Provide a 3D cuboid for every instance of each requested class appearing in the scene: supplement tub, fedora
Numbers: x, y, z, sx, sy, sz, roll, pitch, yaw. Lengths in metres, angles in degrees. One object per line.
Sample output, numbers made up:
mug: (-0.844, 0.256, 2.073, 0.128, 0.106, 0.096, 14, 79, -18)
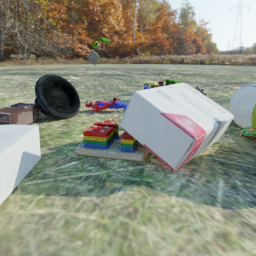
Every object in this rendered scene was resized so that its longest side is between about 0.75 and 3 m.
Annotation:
supplement tub: (5.232, -0.933, 10.646, 2.696, 1.652, 1.652, -13, 21, -40)
fedora: (-3.181, -1.204, 12.049, 1.051, 2.301, 2.301, -27, 0, 33)

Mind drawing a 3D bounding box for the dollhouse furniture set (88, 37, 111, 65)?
dollhouse furniture set: (-1.174, -3.158, 11.505, 0.434, 1.124, 0.562, -7, 46, -50)

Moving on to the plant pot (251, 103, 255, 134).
plant pot: (4.596, 0.028, 7.125, 2.047, 2.047, 2.188, 0, 24, 1)

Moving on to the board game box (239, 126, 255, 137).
board game box: (4.800, 0.028, 8.897, 1.980, 0.288, 1.332, -3, -8, -9)

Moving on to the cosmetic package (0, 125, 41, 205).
cosmetic package: (-3.029, 0.735, 6.073, 1.395, 0.980, 2.750, 1, 16, 2)

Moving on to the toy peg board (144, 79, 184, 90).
toy peg board: (1.930, -2.110, 15.727, 2.207, 1.084, 2.216, -6, 17, -19)

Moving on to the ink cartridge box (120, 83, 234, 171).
ink cartridge box: (1.465, -0.212, 7.862, 2.013, 1.138, 2.748, 40, 33, 24)

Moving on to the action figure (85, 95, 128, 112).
action figure: (-0.665, -1.089, 13.084, 2.727, 0.705, 0.892, -1, 18, 5)

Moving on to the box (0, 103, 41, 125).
box: (-4.257, -0.423, 10.569, 0.999, 0.748, 1.996, 4, 18, 13)

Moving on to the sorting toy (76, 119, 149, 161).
sorting toy: (-0.286, 0.224, 8.380, 1.954, 0.680, 1.943, 4, 17, 14)

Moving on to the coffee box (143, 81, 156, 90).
coffee box: (1.417, -2.615, 18.067, 0.751, 0.743, 0.752, 4, 17, 12)

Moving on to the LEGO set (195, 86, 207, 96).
LEGO set: (2.333, -0.589, 10.333, 1.145, 1.519, 1.976, -33, 22, 34)
